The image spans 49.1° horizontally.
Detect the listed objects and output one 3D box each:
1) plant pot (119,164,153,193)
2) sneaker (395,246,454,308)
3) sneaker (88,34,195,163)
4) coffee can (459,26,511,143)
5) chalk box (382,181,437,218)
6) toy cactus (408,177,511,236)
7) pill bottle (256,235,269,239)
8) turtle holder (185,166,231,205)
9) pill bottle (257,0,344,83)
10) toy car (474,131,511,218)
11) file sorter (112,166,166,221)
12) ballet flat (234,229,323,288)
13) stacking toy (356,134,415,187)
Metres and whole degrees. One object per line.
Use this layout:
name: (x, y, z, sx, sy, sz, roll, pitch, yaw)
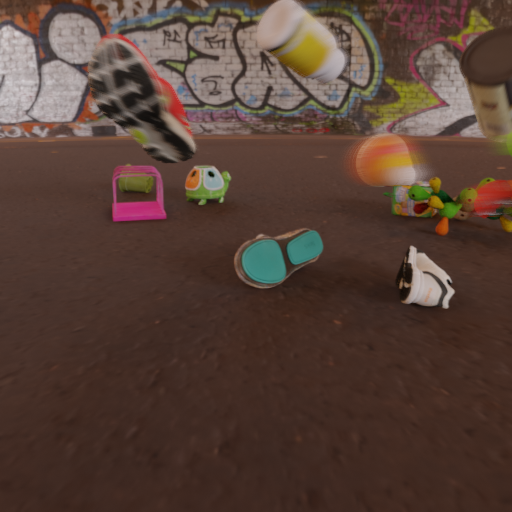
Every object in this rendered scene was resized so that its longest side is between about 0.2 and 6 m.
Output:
plant pot: (-3.974, -2.502, 18.770, 0.901, 0.949, 0.949, 16, 19, 11)
sneaker: (2.681, 0.388, 8.969, 0.738, 0.680, 1.846, 16, 22, 5)
sneaker: (-2.407, -3.397, 11.899, 1.365, 1.505, 3.544, -12, -28, 11)
coffee can: (3.610, -2.451, 8.131, 0.997, 0.997, 1.363, 12, -19, 37)
chalk box: (4.186, -1.571, 15.293, 1.396, 0.864, 0.868, 7, 19, 27)
toy cactus: (5.104, -1.121, 13.539, 2.808, 1.436, 2.317, 1, -3, 14)
pill bottle: (0.218, -0.246, 11.533, 0.324, 0.324, 0.572, -8, 19, -25)
turtle holder: (-1.415, -2.185, 17.069, 1.498, 1.064, 1.138, -5, 16, -15)
pill bottle: (0.712, -3.147, 8.394, 1.350, 0.756, 0.756, 21, -2, -43)
toy car: (3.425, -1.206, 7.324, 0.304, 1.282, 1.362, 14, -12, -30)
file sorter: (-3.241, -1.752, 15.243, 1.351, 1.219, 1.944, -3, 16, -14)
ballet flat: (0.234, 0.085, 9.813, 0.857, 0.868, 2.550, -14, -1, 38)
stacking toy: (2.238, -1.414, 9.158, 0.930, 0.930, 1.273, -2, 26, -8)
